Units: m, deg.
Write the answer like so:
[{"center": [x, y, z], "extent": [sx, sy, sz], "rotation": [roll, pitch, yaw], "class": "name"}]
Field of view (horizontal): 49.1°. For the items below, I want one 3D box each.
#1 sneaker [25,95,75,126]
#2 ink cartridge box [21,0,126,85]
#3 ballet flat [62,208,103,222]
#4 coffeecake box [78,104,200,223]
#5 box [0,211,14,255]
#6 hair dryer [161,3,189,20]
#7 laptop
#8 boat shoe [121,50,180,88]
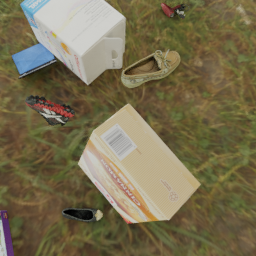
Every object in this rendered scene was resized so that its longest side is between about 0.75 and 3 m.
[{"center": [-1.818, -0.354, 6.393], "extent": [0.581, 1.189, 0.420], "rotation": [-56, 44, 16], "class": "sneaker"}, {"center": [-1.328, -2.690, 7.978], "extent": [2.632, 1.692, 1.648], "rotation": [42, 77, 11], "class": "ink cartridge box"}, {"center": [-1.191, 2.260, 7.271], "extent": [1.067, 0.303, 0.355], "rotation": [2, 74, 1], "class": "ballet flat"}, {"center": [0.012, 0.977, 6.159], "extent": [0.966, 2.643, 2.029], "rotation": [-39, 84, -24], "class": "coffeecake box"}, {"center": [-3.640, 3.382, 6.860], "extent": [1.580, 0.452, 2.310], "rotation": [-15, 74, -4], "class": "box"}, {"center": [1.493, -3.857, 9.156], "extent": [0.920, 0.250, 0.701], "rotation": [21, 57, 2], "class": "hair dryer"}, {"center": [-2.826, -2.063, 8.345], "extent": [1.171, 1.251, 0.725], "rotation": [-27, 109, -7], "class": "laptop"}, {"center": [0.711, -1.795, 8.299], "extent": [1.950, 0.611, 0.715], "rotation": [-29, 76, -8], "class": "boat shoe"}]
